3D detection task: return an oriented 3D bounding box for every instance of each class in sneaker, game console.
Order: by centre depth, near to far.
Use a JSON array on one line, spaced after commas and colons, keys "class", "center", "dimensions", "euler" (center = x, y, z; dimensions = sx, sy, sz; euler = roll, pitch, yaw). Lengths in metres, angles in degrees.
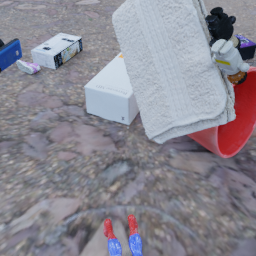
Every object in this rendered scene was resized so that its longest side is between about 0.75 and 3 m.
[{"class": "game console", "center": [-3.178, -1.827, 6.556], "dimensions": [1.097, 0.760, 1.285], "euler": [-42, 10, -16]}, {"class": "sneaker", "center": [-3.852, -2.414, 10.926], "dimensions": [0.991, 0.359, 0.565], "euler": [31, 43, 20]}]

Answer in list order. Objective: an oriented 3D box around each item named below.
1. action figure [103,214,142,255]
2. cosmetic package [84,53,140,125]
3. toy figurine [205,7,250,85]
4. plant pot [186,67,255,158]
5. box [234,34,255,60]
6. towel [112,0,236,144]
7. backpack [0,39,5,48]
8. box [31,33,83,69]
[{"class": "action figure", "center": [0.119, 2.771, 4.645], "dimensions": [0.846, 1.284, 2.594], "euler": [-10, 20, -6]}, {"class": "cosmetic package", "center": [-0.013, -1.522, 9.302], "dimensions": [1.509, 1.060, 2.975], "euler": [17, 44, 18]}, {"class": "toy figurine", "center": [1.679, -1.200, 3.740], "dimensions": [1.146, 0.797, 1.128], "euler": [-21, 48, 29]}, {"class": "plant pot", "center": [2.111, -0.638, 7.534], "dimensions": [2.359, 2.359, 2.087], "euler": [-32, 39, -31]}, {"class": "box", "center": [4.252, -3.289, 11.674], "dimensions": [1.688, 0.666, 1.192], "euler": [-15, 40, -17]}, {"class": "towel", "center": [0.671, -1.234, 5.025], "dimensions": [0.494, 1.900, 2.867], "euler": [-15, 85, -42]}, {"class": "backpack", "center": [-6.010, -3.172, 11.171], "dimensions": [1.487, 1.128, 1.781], "euler": [31, 52, 27]}, {"class": "box", "center": [-2.901, -3.240, 11.644], "dimensions": [1.154, 0.595, 1.979], "euler": [18, 44, 20]}]
